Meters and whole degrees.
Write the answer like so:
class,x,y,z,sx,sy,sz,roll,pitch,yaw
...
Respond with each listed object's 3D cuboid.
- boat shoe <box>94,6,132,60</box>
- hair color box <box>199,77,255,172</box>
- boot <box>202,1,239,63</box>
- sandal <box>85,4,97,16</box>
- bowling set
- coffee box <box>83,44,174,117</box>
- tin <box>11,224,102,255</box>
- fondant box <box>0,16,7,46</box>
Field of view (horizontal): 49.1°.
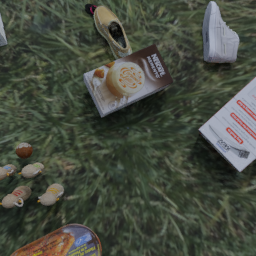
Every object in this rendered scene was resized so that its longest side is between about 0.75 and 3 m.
class,x,y,z,sx,sy,sz,roll,pitch,yaw
boat shoe,-0.478,-3.299,9.262,0.814,0.865,2.271,-28,74,-9
hair color box,3.535,-0.325,7.690,2.844,0.909,1.577,-43,75,7
boot,3.122,-3.160,9.375,1.046,0.805,2.188,5,78,-5
sandal,-1.138,-4.134,9.941,0.379,0.228,1.010,-41,75,-13
bowling set,-2.896,1.234,7.192,2.333,1.253,1.624,-9,90,-3
coffee box,-0.014,-1.407,8.410,2.306,0.919,1.319,-26,90,-9
tin,-1.863,3.429,7.027,2.533,0.530,1.418,-24,67,-9
fondant box,-5.561,-3.365,9.394,2.498,0.728,1.802,-18,71,-7
